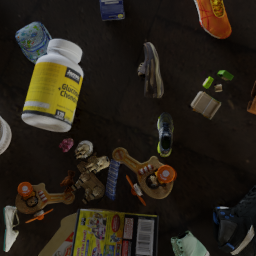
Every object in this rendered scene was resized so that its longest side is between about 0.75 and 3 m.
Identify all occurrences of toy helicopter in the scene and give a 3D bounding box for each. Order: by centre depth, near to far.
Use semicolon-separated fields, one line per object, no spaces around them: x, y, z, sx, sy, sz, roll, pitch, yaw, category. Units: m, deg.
-2.555;2.297;8.714;1.770;0.698;1.171;-1;66;-14;toy helicopter
0.367;1.448;8.951;2.229;0.879;1.474;34;89;18;toy helicopter

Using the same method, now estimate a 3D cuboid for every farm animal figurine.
-1.264;1.188;8.568;1.553;0.967;1.923;20;118;22;farm animal figurine

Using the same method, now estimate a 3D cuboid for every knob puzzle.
-1.025;3.634;8.555;2.845;0.394;2.845;0;78;1;knob puzzle

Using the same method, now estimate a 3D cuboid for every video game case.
-0.411;3.719;7.803;2.412;0.340;2.669;4;65;4;video game case

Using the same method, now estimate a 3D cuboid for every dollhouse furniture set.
2.894;-1.200;9.683;0.837;0.647;1.676;32;99;-1;dollhouse furniture set

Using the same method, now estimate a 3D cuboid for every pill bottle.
-2.325;-1.355;9.047;1.544;1.544;2.757;10;79;2;pill bottle

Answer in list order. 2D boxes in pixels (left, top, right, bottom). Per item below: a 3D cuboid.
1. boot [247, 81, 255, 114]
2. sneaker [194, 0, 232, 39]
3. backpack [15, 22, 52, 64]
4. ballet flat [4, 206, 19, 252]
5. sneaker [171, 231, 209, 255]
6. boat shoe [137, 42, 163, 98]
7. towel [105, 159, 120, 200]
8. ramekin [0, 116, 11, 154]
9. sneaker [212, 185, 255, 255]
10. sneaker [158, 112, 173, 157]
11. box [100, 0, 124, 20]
5.242;-1.268;9.453;1.941;0.959;2.500;21;86;8;boot
2.966;-4.375;10.003;0.939;0.993;2.574;-21;80;-6;sneaker
-3.196;-2.927;9.719;1.139;0.915;1.245;-30;83;-3;backpack
-3.614;3.104;8.688;0.468;0.468;1.349;-5;77;-1;ballet flat
1.402;3.918;8.337;1.855;0.683;1.094;-37;86;-17;sneaker
0.696;-1.986;9.603;0.742;0.754;2.023;-9;77;-2;boat shoe
-0.478;1.576;8.649;0.138;0.838;1.158;11;85;-18;towel
-4.625;0.231;9.099;1.591;0.775;1.591;0;78;1;ramekin
3.537;2.384;8.469;1.660;1.084;2.967;21;80;3;sneaker
1.268;0.183;9.196;0.548;0.601;1.484;0;78;-1;sneaker
-0.610;-4.609;10.426;0.854;0.229;1.410;-5;76;-1;box
